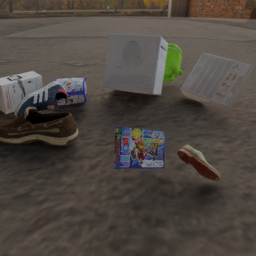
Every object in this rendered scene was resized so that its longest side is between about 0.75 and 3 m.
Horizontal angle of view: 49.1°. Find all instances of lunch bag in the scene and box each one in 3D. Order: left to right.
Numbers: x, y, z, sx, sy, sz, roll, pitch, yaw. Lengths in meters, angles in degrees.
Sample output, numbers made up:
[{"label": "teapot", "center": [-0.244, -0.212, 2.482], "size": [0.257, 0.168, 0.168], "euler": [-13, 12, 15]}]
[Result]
[{"label": "lunch bag", "center": [-2.222, -1.376, 10.650], "size": [1.295, 0.944, 1.524], "euler": [-6, 17, -5]}]

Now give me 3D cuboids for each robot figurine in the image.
[{"label": "robot figurine", "center": [1.853, -3.027, 12.854], "size": [1.128, 1.711, 1.951], "euler": [-5, 56, 35]}]

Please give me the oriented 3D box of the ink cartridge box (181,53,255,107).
[{"label": "ink cartridge box", "center": [3.416, -1.780, 10.703], "size": [2.283, 1.837, 0.572], "euler": [30, -5, 38]}]

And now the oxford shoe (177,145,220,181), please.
[{"label": "oxford shoe", "center": [1.706, 0.773, 6.496], "size": [1.110, 0.393, 0.410], "euler": [39, 55, 14]}]

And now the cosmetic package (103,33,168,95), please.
[{"label": "cosmetic package", "center": [0.314, -2.530, 11.326], "size": [2.158, 2.164, 1.331], "euler": [10, 7, 19]}]

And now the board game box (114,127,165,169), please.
[{"label": "board game box", "center": [0.297, 0.480, 6.355], "size": [1.340, 0.907, 0.231], "euler": [7, -7, -38]}]

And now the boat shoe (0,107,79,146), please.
[{"label": "boat shoe", "center": [-2.760, -0.166, 8.046], "size": [2.715, 1.004, 1.003], "euler": [2, 31, 8]}]

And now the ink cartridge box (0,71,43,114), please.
[{"label": "ink cartridge box", "center": [-4.107, -1.254, 10.157], "size": [0.654, 1.135, 1.959], "euler": [29, 39, 33]}]

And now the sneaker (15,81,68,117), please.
[{"label": "sneaker", "center": [-2.686, -0.776, 8.902], "size": [0.761, 0.675, 1.800], "euler": [42, 62, 11]}]
